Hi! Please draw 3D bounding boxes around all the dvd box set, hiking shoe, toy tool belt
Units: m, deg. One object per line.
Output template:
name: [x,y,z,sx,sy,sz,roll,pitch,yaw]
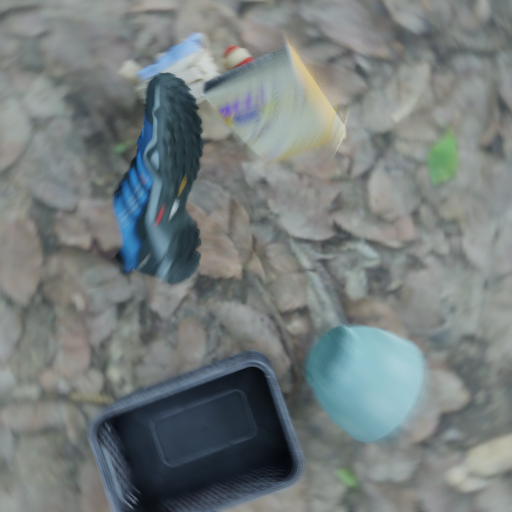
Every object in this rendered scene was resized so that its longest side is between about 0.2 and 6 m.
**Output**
dvd box set: [0.296,-2.050,7.936,1.350,1.846,0.271,-15,61,27]
hiking shoe: [-1.548,-1.067,7.988,1.296,1.112,2.989,8,102,22]
toy tool belt: [-1.143,-3.082,9.041,1.892,1.181,1.162,-36,96,-2]

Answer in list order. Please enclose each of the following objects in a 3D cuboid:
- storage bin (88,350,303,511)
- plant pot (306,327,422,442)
storage bin: [-0.868,2.801,8.649,2.822,1.323,1.908,-19,87,-2]
plant pot: [1.447,1.731,8.302,1.108,1.654,1.654,33,87,-18]
